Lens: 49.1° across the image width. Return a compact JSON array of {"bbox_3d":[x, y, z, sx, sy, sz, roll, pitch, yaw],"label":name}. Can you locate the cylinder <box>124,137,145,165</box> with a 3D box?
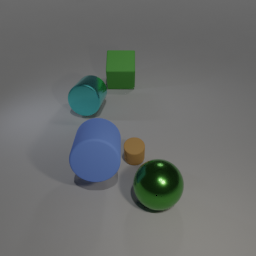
[{"bbox_3d":[0.214,0.789,9.431,0.700,0.700,0.700,-1,51,1],"label":"cylinder"}]

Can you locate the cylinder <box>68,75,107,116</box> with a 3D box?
[{"bbox_3d":[-1.733,-1.433,12.196,1.400,1.400,1.400,5,28,7],"label":"cylinder"}]

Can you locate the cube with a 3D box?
[{"bbox_3d":[-0.351,-2.938,14.183,1.400,1.400,1.400,0,60,0],"label":"cube"}]

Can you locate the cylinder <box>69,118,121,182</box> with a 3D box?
[{"bbox_3d":[-0.912,0.611,8.180,1.400,1.400,1.400,-1,26,-1],"label":"cylinder"}]

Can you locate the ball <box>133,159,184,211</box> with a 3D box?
[{"bbox_3d":[0.842,1.566,7.790,1.400,1.400,1.400,0,33,0],"label":"ball"}]
